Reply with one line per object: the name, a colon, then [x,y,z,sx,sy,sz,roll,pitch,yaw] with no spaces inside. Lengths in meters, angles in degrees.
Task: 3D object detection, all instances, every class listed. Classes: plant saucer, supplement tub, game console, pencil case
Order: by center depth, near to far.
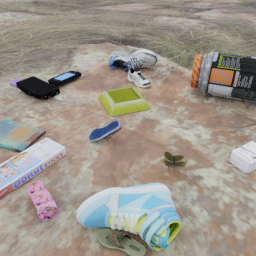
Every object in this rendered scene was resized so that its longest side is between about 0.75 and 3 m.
pencil case: [-2.186,1.827,7.117,0.465,0.486,1.123,-43,46,-7]
plant saucer: [-0.170,-1.218,11.628,1.765,0.423,1.767,-12,36,-17]
supplement tub: [4.255,-2.178,11.781,2.986,1.830,1.830,13,36,16]
game console: [-3.489,-2.164,12.998,1.751,0.358,2.969,26,40,25]

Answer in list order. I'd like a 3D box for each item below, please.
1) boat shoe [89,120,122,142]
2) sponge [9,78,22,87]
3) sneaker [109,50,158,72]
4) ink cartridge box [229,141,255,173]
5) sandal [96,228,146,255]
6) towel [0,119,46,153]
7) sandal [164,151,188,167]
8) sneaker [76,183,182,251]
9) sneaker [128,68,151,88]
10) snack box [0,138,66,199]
boat shoe: [-0.737,0.189,9.448,1.205,0.436,0.435,-24,58,14]
sponge: [-5.049,-2.074,13.142,0.981,0.146,0.547,22,41,27]
sneaker: [0.217,-3.340,14.480,2.597,1.001,1.106,1,44,14]
ink cartridge box: [3.713,0.878,8.545,0.995,0.422,0.725,-21,39,-25]
sandal: [-0.141,2.495,6.232,1.173,0.335,0.466,13,36,19]
towel: [-3.982,0.231,9.699,1.828,0.198,1.340,13,37,18]
sandal: [1.416,0.944,8.250,0.301,0.448,1.116,8,-4,-28]
sneaker: [0.101,2.104,6.286,2.368,0.942,1.546,-11,34,-14]
sneaker: [0.502,-2.365,13.139,0.551,0.638,1.456,-27,44,-36]
snack box: [-3.105,1.142,8.239,0.936,0.316,2.603,23,40,30]
